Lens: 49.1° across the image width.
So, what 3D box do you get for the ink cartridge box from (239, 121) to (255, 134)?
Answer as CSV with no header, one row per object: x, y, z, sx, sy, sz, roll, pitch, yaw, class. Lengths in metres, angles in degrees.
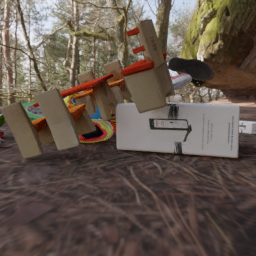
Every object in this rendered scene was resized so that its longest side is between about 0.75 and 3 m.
4.009,-0.031,9.466,0.643,0.374,0.883,-4,9,-32,ink cartridge box

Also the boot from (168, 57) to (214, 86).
2.817,-2.225,11.520,2.072,0.758,1.560,23,4,41,boot

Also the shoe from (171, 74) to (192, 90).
0.937,-1.276,7.427,1.402,0.638,0.501,-21,-18,19,shoe

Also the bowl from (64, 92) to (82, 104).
-2.563,-1.145,14.793,2.805,1.510,2.805,-1,6,0,bowl

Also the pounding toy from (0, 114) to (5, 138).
-3.976,0.109,8.103,1.187,0.551,0.916,-29,17,3,pounding toy

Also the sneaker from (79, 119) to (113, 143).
-1.352,0.018,7.236,1.933,0.755,0.873,0,8,-2,sneaker

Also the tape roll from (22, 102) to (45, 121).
-2.705,-0.394,9.674,2.174,0.523,2.174,7,19,-3,tape roll

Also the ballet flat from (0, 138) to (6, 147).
-3.301,0.336,6.596,0.862,0.298,0.307,5,-12,5,ballet flat

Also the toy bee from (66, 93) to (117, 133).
-1.289,-0.631,8.587,1.752,1.454,2.676,-37,-39,30,toy bee

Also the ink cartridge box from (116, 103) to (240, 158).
1.172,-0.052,6.328,2.466,1.039,1.800,2,6,20,ink cartridge box

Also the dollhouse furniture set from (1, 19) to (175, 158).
-0.667,-0.936,5.855,2.962,1.543,2.995,-14,17,26,dollhouse furniture set
